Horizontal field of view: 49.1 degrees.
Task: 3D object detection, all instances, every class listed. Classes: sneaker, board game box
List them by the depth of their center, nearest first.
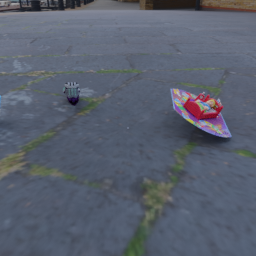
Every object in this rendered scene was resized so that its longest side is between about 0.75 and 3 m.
[{"bbox_3d":[2.024,-0.617,7.554,1.698,0.418,2.149,24,29,-9],"label":"board game box"},{"bbox_3d":[-1.840,-1.020,9.121,0.567,0.667,1.523,-4,-3,-7],"label":"sneaker"}]
